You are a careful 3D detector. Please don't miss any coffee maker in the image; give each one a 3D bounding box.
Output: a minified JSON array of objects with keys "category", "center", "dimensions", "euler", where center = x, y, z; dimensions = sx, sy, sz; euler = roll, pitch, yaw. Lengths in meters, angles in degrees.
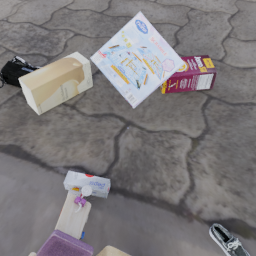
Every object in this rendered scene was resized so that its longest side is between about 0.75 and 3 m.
[{"category":"coffee maker","center":[-4.173,-1.946,11.265],"dimensions":[1.630,1.098,1.566],"euler":[22,78,19]}]

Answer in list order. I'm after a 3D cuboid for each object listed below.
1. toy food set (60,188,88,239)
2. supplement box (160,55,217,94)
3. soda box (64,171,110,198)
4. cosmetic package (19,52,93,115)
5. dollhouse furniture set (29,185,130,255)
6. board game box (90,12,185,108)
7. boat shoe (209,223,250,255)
[{"category":"toy food set","center":[-1.391,2.400,7.550],"dimensions":[0.766,0.813,1.703],"euler":[14,50,0]},{"category":"supplement box","center":[2.339,-2.194,11.393],"dimensions":[2.138,0.916,1.179],"euler":[-6,51,-4]},{"category":"soda box","center":[-1.215,1.689,8.391],"dimensions":[1.324,0.420,0.452],"euler":[11,50,9]},{"category":"cosmetic package","center":[-2.674,-1.741,10.770],"dimensions":[2.560,1.346,0.910],"euler":[-35,57,-25]},{"category":"dollhouse furniture set","center":[-0.668,2.976,7.055],"dimensions":[2.925,2.318,2.076],"euler":[30,32,-10]},{"category":"board game box","center":[0.250,-1.797,7.571],"dimensions":[1.811,0.374,1.815],"euler":[-40,90,8]},{"category":"boat shoe","center":[2.680,2.998,7.254],"dimensions":[0.464,0.429,1.256],"euler":[-27,54,-21]}]
